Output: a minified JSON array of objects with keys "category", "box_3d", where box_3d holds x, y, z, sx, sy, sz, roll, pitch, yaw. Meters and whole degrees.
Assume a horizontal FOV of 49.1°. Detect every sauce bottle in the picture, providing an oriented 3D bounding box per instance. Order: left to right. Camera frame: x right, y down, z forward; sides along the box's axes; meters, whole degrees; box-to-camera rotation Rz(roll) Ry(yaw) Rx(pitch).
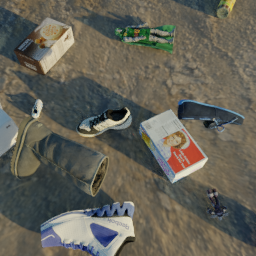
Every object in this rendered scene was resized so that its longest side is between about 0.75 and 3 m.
[{"category":"sauce bottle","box_3d":[5.068,-6.462,14.212,0.698,0.698,2.157,20,62,12]}]

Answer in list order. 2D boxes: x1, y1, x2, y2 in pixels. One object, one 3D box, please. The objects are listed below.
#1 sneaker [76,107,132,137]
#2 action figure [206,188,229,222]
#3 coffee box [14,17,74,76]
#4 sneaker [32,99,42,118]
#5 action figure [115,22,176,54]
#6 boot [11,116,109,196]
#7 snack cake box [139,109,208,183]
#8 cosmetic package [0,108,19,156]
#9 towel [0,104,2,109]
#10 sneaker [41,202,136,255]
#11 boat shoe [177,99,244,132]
[{"category":"sneaker","box_3d":[-0.925,-0.318,10.449,2.125,0.932,0.804,-16,62,-7]},{"category":"action figure","box_3d":[2.873,2.517,9.118,0.684,0.365,1.051,-5,63,-11]},{"category":"coffee box","box_3d":[-3.644,-3.638,12.388,1.355,0.944,2.369,25,63,14]},{"category":"sneaker","box_3d":[-3.603,-0.800,11.088,0.316,0.318,0.878,0,58,1]},{"category":"action figure","box_3d":[0.741,-4.302,12.954,2.794,0.764,1.650,6,63,8]},{"category":"boot","box_3d":[-2.131,1.208,8.649,2.898,2.635,1.052,26,36,8]},{"category":"snack cake box","box_3d":[1.549,0.599,9.985,1.329,0.776,2.311,-24,63,-16]},{"category":"cosmetic package","box_3d":[-4.997,-0.056,9.921,1.759,1.450,1.451,40,68,17]},{"category":"towel","box_3d":[-5.652,-1.047,11.333,0.918,0.149,1.250,-23,61,-11]},{"category":"sneaker","box_3d":[-1.040,3.284,8.171,2.910,1.176,1.681,-11,58,-8]},{"category":"boat shoe","box_3d":[2.396,-0.304,8.312,2.032,0.855,0.697,13,90,-3]}]
